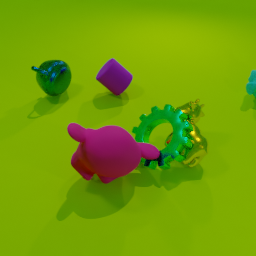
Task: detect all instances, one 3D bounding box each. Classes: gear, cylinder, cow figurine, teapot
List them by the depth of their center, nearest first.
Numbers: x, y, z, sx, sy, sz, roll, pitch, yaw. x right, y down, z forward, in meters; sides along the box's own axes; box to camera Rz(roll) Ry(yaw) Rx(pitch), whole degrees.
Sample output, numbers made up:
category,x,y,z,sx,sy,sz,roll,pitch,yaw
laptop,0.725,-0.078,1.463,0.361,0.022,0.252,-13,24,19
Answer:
category,x,y,z,sx,sy,sz,roll,pitch,yaw
gear,0.690,0.186,5.980,1.396,0.258,1.396,-17,60,32
cow figurine,1.395,0.071,6.093,1.260,0.703,1.280,-49,47,9
teapot,-2.089,-1.430,7.823,0.810,1.029,1.654,26,4,19
cylinder,-0.384,-1.435,7.903,0.762,0.762,0.762,38,34,-23

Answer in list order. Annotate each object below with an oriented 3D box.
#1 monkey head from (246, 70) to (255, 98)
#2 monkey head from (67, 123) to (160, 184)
category,x,y,z,sx,sy,sz,roll,pitch,yaw
monkey head,3.707,-1.197,7.669,0.807,1.338,0.963,-4,16,40
monkey head,-0.421,0.335,5.550,1.966,1.185,1.415,17,41,-28
